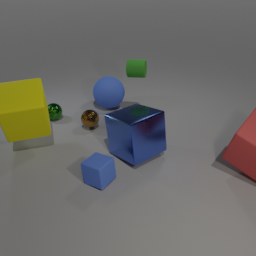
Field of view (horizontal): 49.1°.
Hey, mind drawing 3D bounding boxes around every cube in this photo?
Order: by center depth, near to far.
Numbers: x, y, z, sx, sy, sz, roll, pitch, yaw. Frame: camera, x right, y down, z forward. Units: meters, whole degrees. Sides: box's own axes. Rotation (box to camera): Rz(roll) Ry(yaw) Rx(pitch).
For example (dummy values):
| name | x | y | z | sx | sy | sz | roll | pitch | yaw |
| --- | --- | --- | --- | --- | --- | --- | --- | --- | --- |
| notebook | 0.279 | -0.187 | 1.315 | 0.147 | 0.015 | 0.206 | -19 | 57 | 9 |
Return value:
| name | x | y | z | sx | sy | sz | roll | pitch | yaw |
| --- | --- | --- | --- | --- | --- | --- | --- | --- | --- |
| cube | 3.775 | 0.459 | 7.900 | 1.400 | 1.400 | 1.400 | 36 | 63 | 21 |
| cube | -0.842 | 1.226 | 8.087 | 0.700 | 0.700 | 0.700 | 13 | 32 | 31 |
| cube | 0.259 | 0.152 | 9.118 | 1.400 | 1.400 | 1.400 | -22 | 27 | -33 |
| cube | -3.382 | -0.586 | 9.146 | 1.400 | 1.400 | 1.400 | -10 | 51 | -12 |

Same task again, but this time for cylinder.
| name | x | y | z | sx | sy | sz | roll | pitch | yaw |
| --- | --- | --- | --- | --- | --- | --- | --- | --- | --- |
| cylinder | 0.337 | -2.317 | 10.917 | 0.700 | 0.700 | 0.700 | 4 | 30 | 13 |

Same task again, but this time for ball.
| name | x | y | z | sx | sy | sz | roll | pitch | yaw |
| --- | --- | --- | --- | --- | --- | --- | --- | --- | --- |
| ball | -1.462 | -0.365 | 10.791 | 0.700 | 0.700 | 0.700 | 0 | 30 | 0 |
| ball | -3.049 | -0.673 | 11.492 | 0.700 | 0.700 | 0.700 | 0 | 30 | 0 |
| ball | -0.842 | -1.580 | 12.366 | 1.400 | 1.400 | 1.400 | 0 | 30 | 0 |
